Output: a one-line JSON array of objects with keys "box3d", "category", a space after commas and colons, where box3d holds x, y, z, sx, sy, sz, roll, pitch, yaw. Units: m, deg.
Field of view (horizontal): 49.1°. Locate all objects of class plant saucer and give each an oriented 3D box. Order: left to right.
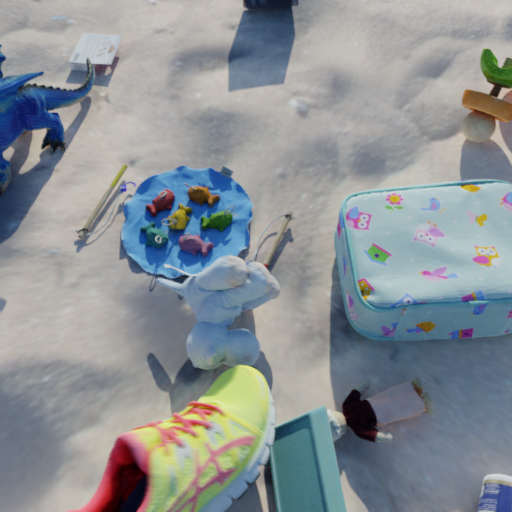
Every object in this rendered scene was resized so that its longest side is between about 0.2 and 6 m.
[{"box3d": [0.593, 2.968, 5.981, 0.245, 0.904, 2.585, 24, 44, -39], "category": "plant saucer"}]

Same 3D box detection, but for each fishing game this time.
[{"box3d": [-1.053, -0.642, 8.704, 3.068, 0.477, 2.197, 20, 60, 13], "category": "fishing game"}]

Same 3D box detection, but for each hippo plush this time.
[{"box3d": [-0.447, 0.788, 7.194, 1.590, 1.266, 1.278, 9, 65, -17], "category": "hippo plush"}]

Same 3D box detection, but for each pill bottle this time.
[{"box3d": [2.690, 2.989, 6.088, 0.573, 0.573, 1.032, 19, 58, 13], "category": "pill bottle"}]

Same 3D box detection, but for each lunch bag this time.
[{"box3d": [2.565, -0.009, 7.860, 2.816, 1.085, 2.258, -4, 54, -3], "category": "lunch bag"}]

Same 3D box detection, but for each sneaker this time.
[{"box3d": [-0.840, 2.137, 5.930, 1.142, 1.320, 2.922, -4, 35, 42], "category": "sneaker"}]

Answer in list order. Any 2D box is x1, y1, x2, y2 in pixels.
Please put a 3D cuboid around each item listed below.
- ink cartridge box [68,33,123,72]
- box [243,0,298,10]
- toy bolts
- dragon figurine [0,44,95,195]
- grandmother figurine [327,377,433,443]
[{"box3d": [-3.181, -4.075, 11.222, 0.863, 0.219, 0.979, 5, 56, 4], "category": "ink cartridge box"}, {"box3d": [0.269, -5.893, 11.797, 1.106, 1.215, 0.632, -7, 28, -6], "category": "box"}, {"box3d": [4.789, -2.447, 9.759, 2.133, 1.479, 2.037, 29, 19, 30], "category": "toy bolts"}, {"box3d": [-4.115, -2.481, 8.899, 1.307, 2.208, 4.441, 34, 61, 21], "category": "dragon figurine"}, {"box3d": [1.422, 1.961, 6.927, 1.461, 0.443, 0.886, -14, 28, -6], "category": "grandmother figurine"}]
